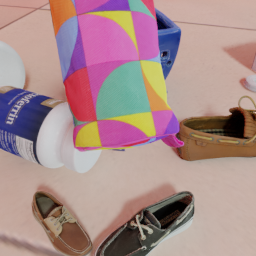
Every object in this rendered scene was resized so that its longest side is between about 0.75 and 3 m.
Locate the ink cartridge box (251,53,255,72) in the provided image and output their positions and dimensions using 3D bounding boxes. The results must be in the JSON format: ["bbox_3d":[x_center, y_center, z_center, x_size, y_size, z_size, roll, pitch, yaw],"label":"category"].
[{"bbox_3d":[5.406,-2.385,8.744,2.196,1.588,1.617,-16,42,-18],"label":"ink cartridge box"}]

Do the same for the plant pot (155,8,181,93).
[{"bbox_3d":[-0.205,-1.934,7.719,2.470,2.221,2.470,-11,42,-13],"label":"plant pot"}]

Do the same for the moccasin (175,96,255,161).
[{"bbox_3d":[2.499,-0.012,6.256,2.920,1.127,1.068,-3,40,-3],"label":"moccasin"}]

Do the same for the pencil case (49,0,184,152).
[{"bbox_3d":[-0.147,-0.693,1.998,0.807,1.827,0.807,-11,-3,-1],"label":"pencil case"}]

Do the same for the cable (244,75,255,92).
[{"bbox_3d":[3.964,-1.346,8.532,0.791,0.274,0.790,5,40,6],"label":"cable"}]

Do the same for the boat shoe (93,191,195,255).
[{"bbox_3d":[0.286,1.652,4.635,2.023,0.644,0.715,-25,46,-27],"label":"boat shoe"}]

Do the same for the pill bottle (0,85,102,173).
[{"bbox_3d":[-1.833,0.027,5.991,2.467,1.428,1.428,17,43,18],"label":"pill bottle"}]

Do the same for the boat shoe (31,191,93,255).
[{"bbox_3d":[-1.195,1.608,4.774,1.489,0.534,0.564,29,48,30],"label":"boat shoe"}]

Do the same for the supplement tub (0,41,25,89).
[{"bbox_3d":[-4.389,-1.692,7.582,2.754,2.002,2.002,27,47,27],"label":"supplement tub"}]
